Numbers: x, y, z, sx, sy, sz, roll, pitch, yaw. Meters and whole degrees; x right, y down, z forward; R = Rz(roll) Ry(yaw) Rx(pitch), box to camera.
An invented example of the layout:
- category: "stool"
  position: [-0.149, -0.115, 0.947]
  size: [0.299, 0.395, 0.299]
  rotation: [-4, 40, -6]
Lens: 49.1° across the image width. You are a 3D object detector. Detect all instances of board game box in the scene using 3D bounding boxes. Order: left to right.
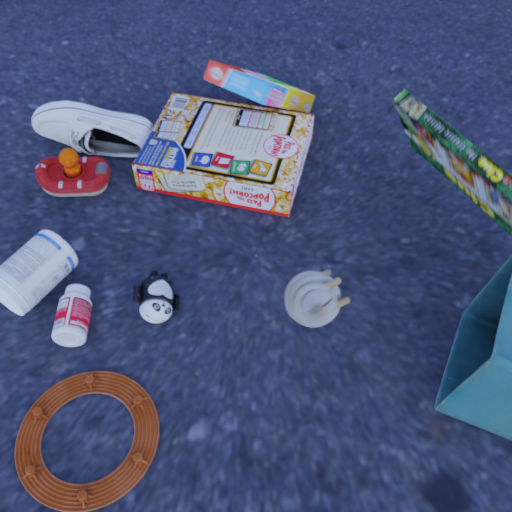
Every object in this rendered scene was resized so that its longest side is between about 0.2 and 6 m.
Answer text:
- category: "board game box"
  position: [-0.553, -2.012, 10.726]
  size: [2.951, 0.683, 2.235]
  rotation: [12, 53, 9]
- category: "board game box"
  position: [0.110, -3.351, 11.180]
  size: [1.464, 0.386, 1.913]
  rotation: [30, 22, 24]
- category: "board game box"
  position: [3.419, -1.331, 8.952]
  size: [0.359, 1.601, 3.057]
  rotation: [-43, 56, 10]

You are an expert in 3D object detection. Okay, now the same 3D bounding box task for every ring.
- category: "ring"
  position: [-2.308, 2.444, 7.637]
  size: [1.951, 0.187, 1.951]
  rotation: [0, 53, -1]

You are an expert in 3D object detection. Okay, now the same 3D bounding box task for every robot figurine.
- category: "robot figurine"
  position: [-1.562, 0.644, 8.795]
  size: [0.633, 0.526, 0.843]
  rotation: [-8, 53, 3]

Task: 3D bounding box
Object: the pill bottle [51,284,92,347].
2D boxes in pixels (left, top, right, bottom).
- category: "pill bottle"
  position: [-2.810, 0.905, 8.615]
  size: [0.501, 0.501, 0.893]
  rotation: [-1, 52, -1]

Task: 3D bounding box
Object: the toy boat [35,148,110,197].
- category: "toy boat"
  position: [-3.406, -1.618, 10.319]
  size: [1.315, 0.860, 0.858]
  rotation: [-3, 53, -2]

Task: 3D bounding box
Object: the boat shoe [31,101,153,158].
- category: "boat shoe"
  position: [-3.250, -2.360, 10.946]
  size: [2.436, 0.876, 0.800]
  rotation: [11, 48, -2]

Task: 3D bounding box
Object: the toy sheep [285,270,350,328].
- category: "toy sheep"
  position: [0.762, 0.564, 7.355]
  size: [0.810, 1.175, 0.810]
  rotation: [0, 96, -4]

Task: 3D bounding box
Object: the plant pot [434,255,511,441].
- category: "plant pot"
  position: [4.093, 1.567, 7.395]
  size: [2.568, 1.815, 1.814]
  rotation: [26, 56, 9]

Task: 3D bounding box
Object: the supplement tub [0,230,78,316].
- category: "supplement tub"
  position: [-3.548, 0.250, 8.925]
  size: [0.814, 0.814, 1.233]
  rotation: [28, 57, 20]
